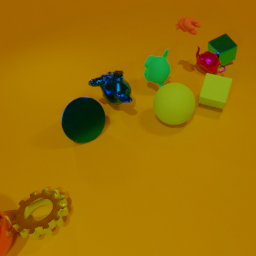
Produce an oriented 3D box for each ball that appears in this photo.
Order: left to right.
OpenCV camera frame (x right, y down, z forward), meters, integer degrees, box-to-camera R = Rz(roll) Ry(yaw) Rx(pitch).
[{"bbox_3d":[-2.839,2.112,5.399,1.160,1.160,1.160,0,44,0],"label":"ball"},{"bbox_3d":[1.365,-0.714,8.325,1.239,1.239,1.239,0,44,0],"label":"ball"}]

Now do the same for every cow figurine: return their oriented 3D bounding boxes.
[{"bbox_3d":[1.850,-3.294,8.885,0.863,0.482,0.877,31,12,22],"label":"cow figurine"}]

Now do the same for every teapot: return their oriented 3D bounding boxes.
[{"bbox_3d":[2.994,-2.510,10.404,1.453,0.903,0.711,42,97,20],"label":"teapot"}]

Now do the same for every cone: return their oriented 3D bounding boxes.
[{"bbox_3d":[-1.544,-0.337,8.376,1.320,1.320,1.325,-25,22,-24],"label":"cone"}]

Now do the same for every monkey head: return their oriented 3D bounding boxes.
[{"bbox_3d":[-0.549,-1.173,8.621,1.239,1.038,1.722,-20,20,-23],"label":"monkey head"},{"bbox_3d":[1.069,-1.972,9.400,0.864,1.434,1.031,17,27,28],"label":"monkey head"}]

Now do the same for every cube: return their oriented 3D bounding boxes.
[{"bbox_3d":[2.735,-1.147,8.815,0.797,0.797,0.797,16,85,15],"label":"cube"},{"bbox_3d":[3.616,-2.975,10.792,0.792,0.792,0.792,-26,59,-1],"label":"cube"}]

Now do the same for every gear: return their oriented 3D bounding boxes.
[{"bbox_3d":[-1.932,1.867,6.167,1.194,0.221,1.194,-7,34,5],"label":"gear"}]
